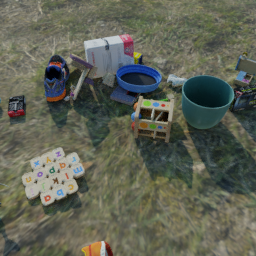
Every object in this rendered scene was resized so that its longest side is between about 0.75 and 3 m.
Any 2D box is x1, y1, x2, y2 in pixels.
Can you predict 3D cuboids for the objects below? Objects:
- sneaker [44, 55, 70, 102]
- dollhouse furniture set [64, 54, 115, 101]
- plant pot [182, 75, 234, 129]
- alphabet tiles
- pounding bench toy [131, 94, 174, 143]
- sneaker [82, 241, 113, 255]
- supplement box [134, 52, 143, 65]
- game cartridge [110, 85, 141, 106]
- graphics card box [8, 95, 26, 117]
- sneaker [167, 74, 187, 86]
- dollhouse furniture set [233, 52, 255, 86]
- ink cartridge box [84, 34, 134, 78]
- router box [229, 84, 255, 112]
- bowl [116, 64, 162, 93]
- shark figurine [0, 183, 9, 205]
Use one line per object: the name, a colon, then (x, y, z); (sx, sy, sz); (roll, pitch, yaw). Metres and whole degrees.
sneaker: (-3.298, -2.542, 12.912); (1.096, 1.141, 2.909); (-6, 48, -7)
dollhouse furniture set: (-2.185, -2.183, 13.167); (2.140, 1.917, 2.701); (22, 12, -25)
plant pot: (3.017, -0.894, 11.160); (1.932, 1.550, 1.932); (0, 48, 0)
alphabet tiles: (-2.583, 1.630, 9.717); (2.052, 0.150, 2.007); (-24, 52, -13)
pounding bench toy: (0.996, -0.624, 11.144); (1.525, 1.215, 1.956); (8, 49, 8)
sneaker: (-0.765, 4.227, 7.207); (0.938, 0.887, 2.431); (-20, 43, 9)
supplement box: (0.316, -3.583, 14.327); (0.774, 0.421, 0.424); (20, 50, 17)
game cartridge: (0.066, -1.780, 12.813); (1.118, 0.331, 1.725); (16, 50, 19)
graphics card box: (-4.789, -0.952, 12.068); (0.662, 0.268, 1.054); (-11, 50, -7)
sneaker: (2.368, -2.103, 13.102); (1.112, 0.416, 0.554); (20, 70, 17)
dollhouse furniture set: (5.743, -2.705, 12.810); (1.433, 1.518, 0.991); (26, 54, 21)
ink cartridge box: (-0.881, -3.400, 13.333); (2.202, 1.594, 0.928); (-13, 43, -11)
router box: (5.021, -1.269, 11.849); (1.367, 1.024, 0.425); (-11, 48, -9)
bowl: (0.478, -2.251, 12.729); (2.056, 0.404, 2.056); (4, 38, -3)
shark figurine: (-4.285, 2.228, 8.926); (0.654, 1.567, 0.936); (32, 9, -20)
